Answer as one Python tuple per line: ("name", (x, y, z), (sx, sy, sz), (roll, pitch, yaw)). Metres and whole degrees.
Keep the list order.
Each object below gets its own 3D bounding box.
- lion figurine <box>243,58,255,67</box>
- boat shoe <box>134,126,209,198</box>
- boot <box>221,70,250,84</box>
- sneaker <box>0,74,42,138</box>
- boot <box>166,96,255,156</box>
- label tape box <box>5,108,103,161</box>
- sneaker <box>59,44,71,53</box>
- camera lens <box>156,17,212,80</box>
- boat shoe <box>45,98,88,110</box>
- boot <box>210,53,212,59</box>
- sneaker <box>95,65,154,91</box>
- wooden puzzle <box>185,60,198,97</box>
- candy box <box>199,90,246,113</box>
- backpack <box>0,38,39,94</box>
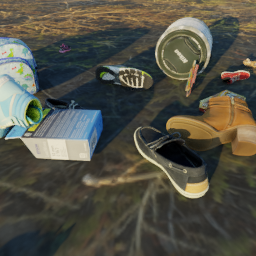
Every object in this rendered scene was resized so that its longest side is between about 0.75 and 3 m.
("lion figurine", (5.503, -2.820, 12.195), (0.992, 0.359, 0.607), (-8, 23, -39))
("boat shoe", (0.939, 0.518, 6.443), (0.943, 0.787, 2.529), (-16, 34, -20))
("boot", (4.098, -1.877, 10.627), (1.036, 0.375, 0.747), (0, 32, 15))
("sneaker", (-2.819, -0.207, 6.943), (1.299, 1.990, 0.792), (34, 41, 4))
("boot", (2.213, -0.308, 7.352), (2.359, 0.905, 1.832), (9, 44, 4))
("label tape box", (-1.798, 0.118, 7.200), (2.037, 0.673, 1.459), (1, 32, 8))
("sneaker", (-3.146, -4.043, 14.025), (0.314, 0.380, 0.796), (12, 33, 21))
("camera lens", (2.280, -3.218, 11.165), (2.019, 2.019, 2.524), (9, 32, 14))
("boat shoe", (-1.746, -0.541, 8.337), (1.684, 0.528, 0.612), (10, 34, 16))
("boot", (3.217, -3.486, 13.082), (0.953, 0.478, 1.321), (-24, 47, -33))
("sneaker", (-0.058, -1.982, 10.390), (2.274, 0.840, 0.921), (17, 33, 23))
("wooden puzzle", (2.207, -1.714, 9.709), (0.093, 1.327, 0.787), (14, -2, -1))
("candy box", (2.980, -0.763, 8.841), (1.316, 0.364, 0.760), (-22, 38, -31))
("backpack", (-3.857, -1.932, 9.291), (1.694, 1.851, 1.360), (-14, 35, -21))
